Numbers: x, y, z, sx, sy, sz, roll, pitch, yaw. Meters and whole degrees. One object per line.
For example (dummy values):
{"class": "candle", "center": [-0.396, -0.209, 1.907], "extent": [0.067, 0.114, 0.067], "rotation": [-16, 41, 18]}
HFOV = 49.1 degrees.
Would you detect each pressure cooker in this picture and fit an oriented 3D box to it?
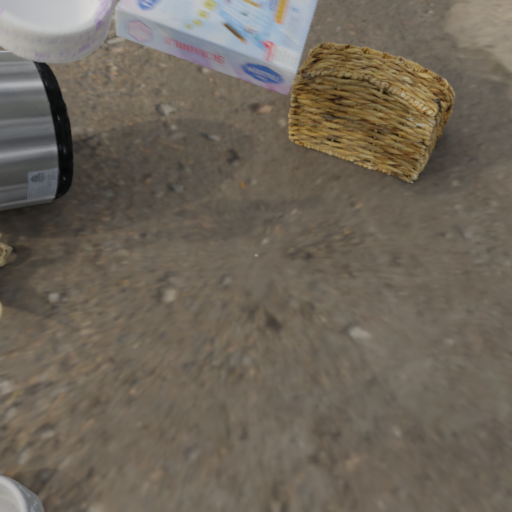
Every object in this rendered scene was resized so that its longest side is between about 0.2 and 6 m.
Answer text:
{"class": "pressure cooker", "center": [-4.474, -1.820, 8.450], "extent": [2.820, 2.480, 2.519], "rotation": [-16, 24, -32]}

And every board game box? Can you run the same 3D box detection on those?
{"class": "board game box", "center": [-0.386, -3.668, 7.868], "extent": [2.436, 0.502, 2.442], "rotation": [19, 63, -5]}

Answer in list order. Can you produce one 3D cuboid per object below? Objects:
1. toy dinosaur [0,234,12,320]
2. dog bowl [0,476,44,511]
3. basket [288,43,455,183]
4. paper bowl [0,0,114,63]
{"class": "toy dinosaur", "center": [-4.246, 0.287, 8.318], "extent": [2.760, 0.803, 1.395], "rotation": [18, 66, 24]}
{"class": "dog bowl", "center": [-3.057, 3.058, 6.060], "extent": [1.441, 0.423, 1.441], "rotation": [0, 51, 0]}
{"class": "basket", "center": [2.141, -2.924, 10.089], "extent": [2.665, 1.902, 1.986], "rotation": [23, 55, 18]}
{"class": "paper bowl", "center": [-2.218, -2.643, 5.877], "extent": [1.384, 0.720, 1.384], "rotation": [7, 66, -17]}
